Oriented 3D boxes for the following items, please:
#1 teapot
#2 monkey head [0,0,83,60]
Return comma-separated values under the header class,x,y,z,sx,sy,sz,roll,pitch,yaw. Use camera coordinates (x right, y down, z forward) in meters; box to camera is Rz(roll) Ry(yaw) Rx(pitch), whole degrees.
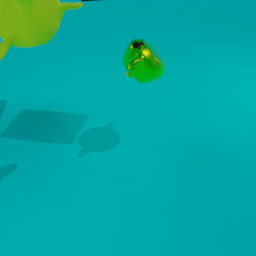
class,x,y,z,sx,sy,sz,roll,pitch,yaw
teapot,0.309,-1.450,6.362,1.047,0.824,1.684,51,23,0
monkey head,-1.425,-1.679,4.084,1.700,1.025,1.223,-40,38,-14
